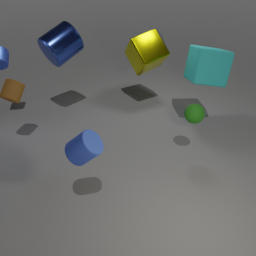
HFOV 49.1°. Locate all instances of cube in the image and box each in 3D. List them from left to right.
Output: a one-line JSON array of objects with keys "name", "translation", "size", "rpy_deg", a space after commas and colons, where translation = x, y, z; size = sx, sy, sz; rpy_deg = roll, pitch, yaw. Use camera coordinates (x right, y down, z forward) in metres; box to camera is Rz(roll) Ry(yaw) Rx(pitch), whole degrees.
[{"name": "cube", "translation": [0.869, -3.557, 13.244], "size": [1.400, 1.400, 1.400], "rpy_deg": [-27, -4, -17]}, {"name": "cube", "translation": [3.293, -2.582, 11.592], "size": [1.400, 1.400, 1.400], "rpy_deg": [5, 21, -10]}]

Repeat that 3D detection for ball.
[{"name": "ball", "translation": [2.332, -0.500, 9.820], "size": [0.700, 0.700, 0.700], "rpy_deg": [0, 31, 0]}]

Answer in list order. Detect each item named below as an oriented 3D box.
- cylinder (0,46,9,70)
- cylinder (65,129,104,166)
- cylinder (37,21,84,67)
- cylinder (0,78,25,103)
[{"name": "cylinder", "translation": [-5.260, -2.863, 11.465], "size": [0.700, 0.700, 0.700], "rpy_deg": [-5, 65, -9]}, {"name": "cylinder", "translation": [-1.089, 0.492, 6.970], "size": [0.700, 0.700, 0.700], "rpy_deg": [-33, 17, 29]}, {"name": "cylinder", "translation": [-2.851, -3.561, 11.917], "size": [1.400, 1.400, 1.400], "rpy_deg": [-43, 46, -18]}, {"name": "cylinder", "translation": [-4.143, -1.324, 10.038], "size": [0.700, 0.700, 0.700], "rpy_deg": [16, -9, 3]}]
